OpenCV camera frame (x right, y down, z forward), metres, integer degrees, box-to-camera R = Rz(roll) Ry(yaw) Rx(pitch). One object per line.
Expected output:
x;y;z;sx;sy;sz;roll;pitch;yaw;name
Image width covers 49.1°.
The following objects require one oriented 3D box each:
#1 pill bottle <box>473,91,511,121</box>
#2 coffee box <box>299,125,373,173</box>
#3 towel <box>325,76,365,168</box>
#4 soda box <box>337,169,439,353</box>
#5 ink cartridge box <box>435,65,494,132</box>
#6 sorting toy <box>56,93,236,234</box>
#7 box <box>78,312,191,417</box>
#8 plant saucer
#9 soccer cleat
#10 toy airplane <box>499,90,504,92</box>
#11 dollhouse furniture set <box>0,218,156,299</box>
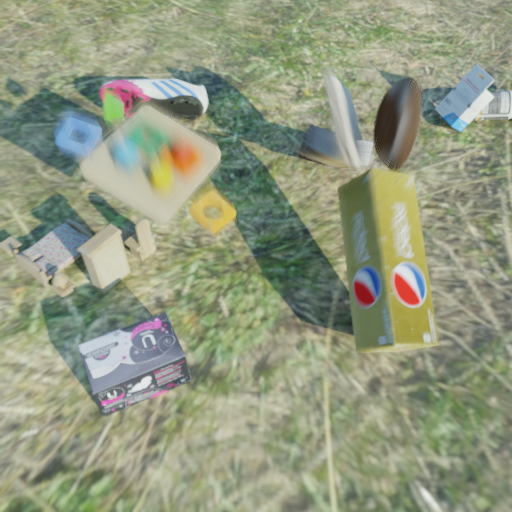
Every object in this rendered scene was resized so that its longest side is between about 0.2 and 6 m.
5.832;-3.616;13.492;1.148;0.668;0.668;1;49;11;pill bottle
1.684;-2.271;11.992;1.375;0.786;0.548;14;84;-5;coffee box
1.752;-2.575;10.863;0.289;1.111;1.677;-14;86;23;towel
2.113;0.094;9.177;0.975;0.922;2.880;5;72;-30;soda box
5.008;-3.711;13.226;0.446;1.338;0.775;15;38;-38;ink cartridge box
-1.724;-1.665;9.532;3.328;0.453;1.874;32;58;3;sorting toy
-1.922;1.700;8.932;1.485;0.852;0.981;-20;52;-16;box
2.475;-2.382;10.118;0.301;1.644;1.644;4;49;-9;plant saucer
-2.459;-3.907;13.748;2.590;0.905;1.118;8;46;-1;soccer cleat
6.512;-3.849;13.843;1.027;0.725;1.022;-45;43;11;toy airplane
-3.444;-0.469;10.587;2.354;1.149;2.007;31;56;24;dollhouse furniture set
